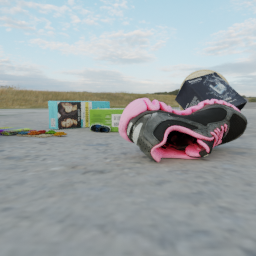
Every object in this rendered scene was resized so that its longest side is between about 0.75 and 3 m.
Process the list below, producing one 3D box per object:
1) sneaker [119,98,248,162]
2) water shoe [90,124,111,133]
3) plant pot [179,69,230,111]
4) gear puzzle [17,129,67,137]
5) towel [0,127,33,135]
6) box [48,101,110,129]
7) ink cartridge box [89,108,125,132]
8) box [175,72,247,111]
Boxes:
[{"bbox_3d":[1.287,0.145,5.232,2.807,1.109,1.339,-3,28,-25],"label":"sneaker"},{"bbox_3d":[-0.965,0.015,9.377,0.753,0.269,0.297,1,8,19],"label":"water shoe"},{"bbox_3d":[3.801,-1.470,14.498,2.858,2.858,2.616,2,17,21],"label":"plant pot"},{"bbox_3d":[-2.517,0.138,8.351,1.516,0.198,0.785,2,5,21],"label":"gear puzzle"},{"bbox_3d":[-3.855,0.093,9.002,1.425,0.162,1.024,2,6,28],"label":"towel"},{"bbox_3d":[-1.894,-0.560,11.294,0.637,1.067,2.593,5,8,44],"label":"box"},{"bbox_3d":[-0.272,-0.334,10.401,1.542,0.790,2.087,1,4,21],"label":"ink cartridge box"},{"bbox_3d":[2.859,-0.951,9.752,1.638,0.978,1.665,-20,58,-31],"label":"box"}]
